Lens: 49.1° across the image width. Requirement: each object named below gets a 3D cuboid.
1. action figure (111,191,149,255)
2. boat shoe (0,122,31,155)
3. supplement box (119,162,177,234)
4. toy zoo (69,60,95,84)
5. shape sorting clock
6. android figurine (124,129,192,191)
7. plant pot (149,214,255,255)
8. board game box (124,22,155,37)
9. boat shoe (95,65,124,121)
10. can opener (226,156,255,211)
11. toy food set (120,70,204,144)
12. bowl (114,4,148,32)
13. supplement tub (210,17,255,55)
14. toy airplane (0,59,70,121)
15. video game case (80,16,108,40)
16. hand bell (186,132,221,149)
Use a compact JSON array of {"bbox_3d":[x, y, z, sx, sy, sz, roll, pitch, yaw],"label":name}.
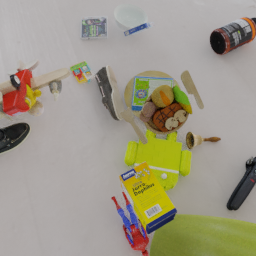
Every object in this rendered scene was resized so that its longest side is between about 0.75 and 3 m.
[{"bbox_3d":[0.142,3.056,8.826,0.677,0.535,2.068,-24,70,-6],"label":"action figure"},{"bbox_3d":[-4.615,0.417,10.007,2.310,0.766,0.863,-29,67,-14],"label":"boat shoe"},{"bbox_3d":[0.477,1.752,7.067,0.809,0.804,1.477,-27,62,-12],"label":"supplement box"},{"bbox_3d":[-1.891,-2.305,11.759,0.744,0.116,1.134,-26,66,-13],"label":"toy zoo"},{"bbox_3d":[0.975,-1.292,11.055,2.256,0.443,2.256,-1,63,1],"label":"shape sorting clock"},{"bbox_3d":[1.029,1.146,9.796,2.300,0.519,2.527,11,62,6],"label":"android figurine"},{"bbox_3d":[2.160,3.528,7.658,2.881,2.695,2.695,15,63,25],"label":"plant pot"},{"bbox_3d":[0.447,-3.834,10.847,0.943,0.205,0.939,-12,15,30],"label":"board game box"},{"bbox_3d":[-0.750,-1.288,10.927,0.737,0.864,2.586,-24,58,20],"label":"boat shoe"},{"bbox_3d":[4.051,1.779,9.329,0.928,0.748,2.360,38,69,17],"label":"can opener"},{"bbox_3d":[1.246,-0.536,9.167,2.581,1.782,0.518,-33,26,4],"label":"toy food set"},{"bbox_3d":[0.062,-4.799,12.625,1.558,0.700,1.558,6,60,-11],"label":"bowl"},{"bbox_3d":[4.685,-4.034,12.076,2.132,1.140,1.140,-26,66,-14],"label":"supplement tub"},{"bbox_3d":[-3.834,-1.359,10.503,2.812,1.984,2.800,8,44,44],"label":"toy airplane"},{"bbox_3d":[-1.553,-4.638,12.925,1.242,0.160,1.366,-3,63,-1],"label":"video game case"},{"bbox_3d":[2.817,0.420,10.225,1.242,0.646,0.646,-3,62,-15],"label":"hand bell"}]
